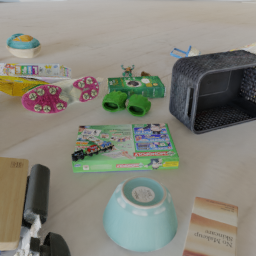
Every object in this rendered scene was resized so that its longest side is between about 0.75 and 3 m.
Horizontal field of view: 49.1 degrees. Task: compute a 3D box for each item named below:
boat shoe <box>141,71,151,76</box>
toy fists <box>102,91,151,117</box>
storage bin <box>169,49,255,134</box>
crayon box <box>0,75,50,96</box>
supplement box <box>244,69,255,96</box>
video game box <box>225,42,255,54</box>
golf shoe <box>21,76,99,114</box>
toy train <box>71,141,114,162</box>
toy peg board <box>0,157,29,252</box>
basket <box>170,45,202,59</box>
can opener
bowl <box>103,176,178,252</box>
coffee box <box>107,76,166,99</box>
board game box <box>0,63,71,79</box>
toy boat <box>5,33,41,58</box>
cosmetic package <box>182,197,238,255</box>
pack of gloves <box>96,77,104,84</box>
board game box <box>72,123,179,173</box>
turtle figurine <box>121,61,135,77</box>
[{"bbox_3d":[0.807,-2.273,12.143,0.271,0.271,0.752,19,7,-32],"label":"boat shoe"},{"bbox_3d":[-0.038,-0.821,9.364,1.634,0.562,0.833,10,39,13],"label":"toy fists"},{"bbox_3d":[2.847,-1.160,8.548,2.865,1.937,1.343,-12,33,-19],"label":"storage bin"},{"bbox_3d":[-3.852,-1.498,9.959,1.234,0.494,1.944,22,17,33],"label":"crayon box"},{"bbox_3d":[5.422,-1.759,10.521,1.755,0.955,0.961,4,31,6],"label":"supplement box"},{"bbox_3d":[3.802,-2.632,11.315,2.668,0.685,2.928,-9,16,47],"label":"video game box"},{"bbox_3d":[-2.355,-1.141,9.704,2.660,1.002,1.217,-16,18,-28],"label":"golf shoe"},{"bbox_3d":[-0.825,0.520,6.610,1.088,0.249,0.186,-17,13,-26],"label":"toy train"},{"bbox_3d":[-3.088,1.541,5.160,2.164,1.063,2.174,7,29,-19],"label":"toy peg board"},{"bbox_3d":[2.708,-3.375,13.159,1.385,0.963,1.221,26,34,6],"label":"basket"},{"bbox_3d":[-1.627,1.703,5.145,0.868,0.688,2.613,26,20,-30],"label":"can opener"},{"bbox_3d":[0.262,1.445,5.230,1.447,0.757,1.447,4,29,-2],"label":"bowl"},{"bbox_3d":[0.268,-1.553,10.664,2.078,0.457,1.278,-4,30,-7],"label":"coffee box"},{"bbox_3d":[-3.831,-2.249,11.150,2.751,0.471,1.849,1,7,3],"label":"board game box"},{"bbox_3d":[-5.950,-4.320,14.515,2.797,1.300,2.351,-26,40,-37],"label":"toy boat"},{"bbox_3d":[1.319,1.938,4.548,0.799,0.675,1.546,10,32,16],"label":"cosmetic package"},{"bbox_3d":[-1.495,-1.880,11.589,0.742,0.174,0.883,17,38,11],"label":"pack of gloves"},{"bbox_3d":[-0.089,0.460,7.347,2.533,0.369,1.705,-1,31,-2],"label":"board game box"},{"bbox_3d":[0.013,-2.620,12.503,0.656,0.441,0.877,-7,44,15],"label":"turtle figurine"}]
